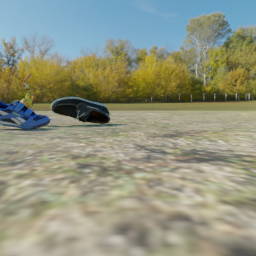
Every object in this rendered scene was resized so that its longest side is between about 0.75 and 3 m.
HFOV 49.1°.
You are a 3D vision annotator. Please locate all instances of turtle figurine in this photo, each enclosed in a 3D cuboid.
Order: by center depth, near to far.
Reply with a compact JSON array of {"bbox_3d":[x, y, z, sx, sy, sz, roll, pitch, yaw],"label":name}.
[{"bbox_3d":[-3.942,-0.948,10.603,0.643,1.996,1.610,14,-19,-35],"label":"turtle figurine"}]

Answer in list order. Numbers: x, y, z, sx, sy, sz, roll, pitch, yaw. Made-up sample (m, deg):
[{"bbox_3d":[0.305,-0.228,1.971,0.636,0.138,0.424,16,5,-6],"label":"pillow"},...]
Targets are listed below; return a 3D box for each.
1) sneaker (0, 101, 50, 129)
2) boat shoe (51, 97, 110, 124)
[{"bbox_3d":[-3.259,-0.416,8.496,1.777,0.731,0.657,7,17,-5],"label":"sneaker"},{"bbox_3d":[-1.725,-0.607,10.454,2.238,0.804,0.757,8,42,-26],"label":"boat shoe"}]
